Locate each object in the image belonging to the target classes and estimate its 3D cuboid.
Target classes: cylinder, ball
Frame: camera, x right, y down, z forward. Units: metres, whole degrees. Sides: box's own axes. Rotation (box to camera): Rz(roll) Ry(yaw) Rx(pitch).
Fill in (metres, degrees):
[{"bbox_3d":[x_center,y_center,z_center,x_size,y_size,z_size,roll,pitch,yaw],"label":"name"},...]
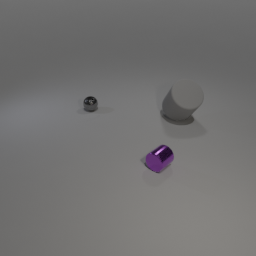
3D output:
[{"bbox_3d":[2.317,-1.164,11.997,1.400,1.400,1.400,3,70,-9],"label":"cylinder"},{"bbox_3d":[1.063,1.010,9.366,0.700,0.700,0.700,23,38,35],"label":"cylinder"},{"bbox_3d":[-1.760,-1.147,13.181,0.700,0.700,0.700,0,30,0],"label":"ball"}]
